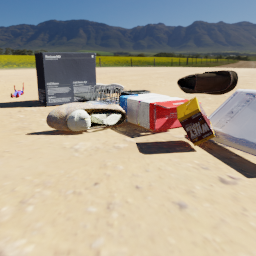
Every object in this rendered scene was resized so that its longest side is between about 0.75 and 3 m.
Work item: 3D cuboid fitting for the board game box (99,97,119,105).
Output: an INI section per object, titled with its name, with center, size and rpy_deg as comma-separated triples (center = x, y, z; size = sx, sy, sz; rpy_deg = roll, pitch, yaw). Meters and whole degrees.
[board game box]
center = -0.695, -1.243, 12.991
size = 0.757, 0.193, 1.117
rpy_deg = 14, 20, 40

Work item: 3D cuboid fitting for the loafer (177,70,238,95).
[loafer]
center = 2.575, -1.489, 9.419
size = 0.778, 0.796, 2.180
rpy_deg = 1, -3, -45

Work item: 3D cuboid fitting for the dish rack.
[dish rack]
center = -0.727, -1.406, 11.870
size = 2.869, 0.783, 2.201
rpy_deg = 15, 13, 25

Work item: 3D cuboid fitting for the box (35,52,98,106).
[box]
center = -2.821, -2.320, 12.959
size = 2.512, 2.288, 1.308
rpy_deg = -8, 17, -31

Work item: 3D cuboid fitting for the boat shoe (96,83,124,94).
[boat shoe]
center = -1.129, -2.148, 16.081
size = 1.924, 0.699, 0.604
rpy_deg = 0, 57, -20

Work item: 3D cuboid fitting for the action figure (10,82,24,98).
[action figure]
center = -5.976, -2.086, 15.198
size = 0.499, 0.757, 1.529
rpy_deg = -2, 13, -9

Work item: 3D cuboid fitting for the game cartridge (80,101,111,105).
[game cartridge]
center = -1.516, -0.854, 11.362
size = 1.643, 0.341, 1.094
rpy_deg = -11, 15, -38

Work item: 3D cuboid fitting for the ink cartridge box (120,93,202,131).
[ink cartridge box]
center = 0.982, -0.545, 9.061
size = 1.467, 0.849, 2.524
rpy_deg = -9, 17, -30

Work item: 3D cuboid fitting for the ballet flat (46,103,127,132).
[ballet flat]
center = -1.115, -0.319, 8.404
size = 2.532, 0.862, 0.852
rpy_deg = -11, 27, -31

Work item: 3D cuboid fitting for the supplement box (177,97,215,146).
[supplement box]
center = 1.660, -0.171, 6.915
size = 0.560, 0.843, 0.832
rpy_deg = -29, 19, 20

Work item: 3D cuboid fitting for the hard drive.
[hard drive]
center = 3.025, -0.195, 6.590
size = 1.782, 0.343, 2.701
rpy_deg = -42, 21, -8
